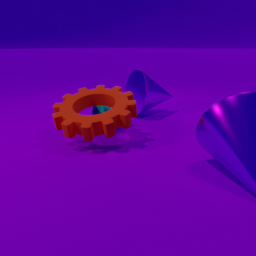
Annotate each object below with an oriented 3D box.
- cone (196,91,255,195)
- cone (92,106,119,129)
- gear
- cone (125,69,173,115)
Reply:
[{"bbox_3d":[2.011,0.551,4.442,1.612,1.612,1.618,1,44,2],"label":"cone"},{"bbox_3d":[-0.603,-0.314,7.735,0.932,0.932,0.935,-6,-8,-18],"label":"cone"},{"bbox_3d":[-0.744,-0.405,6.353,1.858,0.344,1.858,-4,34,3],"label":"gear"},{"bbox_3d":[0.832,-1.040,8.815,1.423,1.417,1.417,2,15,-26],"label":"cone"}]
